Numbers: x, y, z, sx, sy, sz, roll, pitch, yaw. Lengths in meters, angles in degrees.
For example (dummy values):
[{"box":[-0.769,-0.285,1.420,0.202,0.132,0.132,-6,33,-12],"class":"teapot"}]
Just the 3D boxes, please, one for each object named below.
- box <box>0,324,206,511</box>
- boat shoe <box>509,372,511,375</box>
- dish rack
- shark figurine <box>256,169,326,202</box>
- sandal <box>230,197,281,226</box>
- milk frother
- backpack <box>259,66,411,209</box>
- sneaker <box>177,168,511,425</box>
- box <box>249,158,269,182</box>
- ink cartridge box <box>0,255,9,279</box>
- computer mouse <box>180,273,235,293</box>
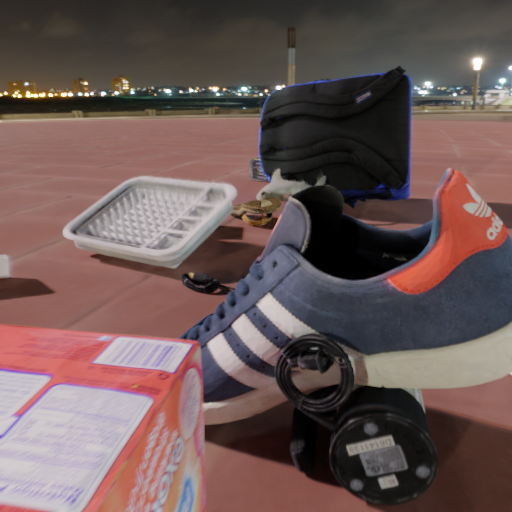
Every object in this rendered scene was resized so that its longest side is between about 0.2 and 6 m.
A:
[{"box":[-1.831,1.231,2.827,2.921,1.383,1.499,3,17,9],"class":"box"},{"box":[2.987,0.960,4.973,0.720,0.658,2.002,-7,18,-22],"class":"boat shoe"},{"box":[-1.701,-0.558,9.318,2.463,0.536,2.114,11,41,29],"class":"dish rack"},{"box":[0.634,-1.480,11.487,1.509,0.630,0.902,-7,-13,15],"class":"shark figurine"},{"box":[-0.020,-0.852,11.291,0.762,0.513,1.898,-15,7,-22],"class":"sandal"},{"box":[0.729,0.954,4.128,1.076,1.192,1.121,-1,16,10],"class":"milk frother"},{"box":[1.836,-2.419,12.869,3.334,2.709,2.797,0,-8,15],"class":"backpack"},{"box":[0.212,0.299,4.347,3.417,1.444,1.281,-18,15,27],"class":"sneaker"},{"box":[1.598,-2.582,16.601,2.904,0.643,2.327,10,20,29],"class":"box"},{"box":[-3.894,0.186,7.822,0.769,0.330,0.563,-5,-3,-20],"class":"ink cartridge box"},{"box":[-0.202,0.359,7.533,1.909,0.325,0.560,7,19,23],"class":"computer mouse"}]
